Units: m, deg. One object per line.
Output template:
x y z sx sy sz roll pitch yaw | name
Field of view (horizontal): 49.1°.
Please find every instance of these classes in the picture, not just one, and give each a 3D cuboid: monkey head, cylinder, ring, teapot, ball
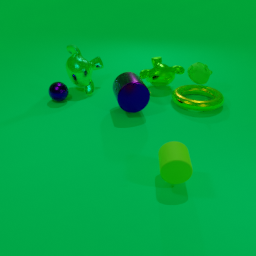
1.257 -2.273 11.028 1.774 1.276 1.069 -8 -2 -4 | monkey head
0.088 -1.200 9.332 1.073 1.073 1.073 -6 30 -10 | cylinder
1.082 0.799 6.483 0.720 0.720 0.720 1 33 2 | cylinder
2.504 -1.113 10.081 1.858 0.372 1.858 1 30 0 | ring
-1.637 -2.299 10.779 1.428 1.985 1.196 -23 13 -2 | monkey head
2.610 -2.046 10.217 1.396 0.684 0.868 -1 54 -39 | teapot
-2.516 -1.321 10.143 0.716 0.716 0.716 0 32 0 | ball
